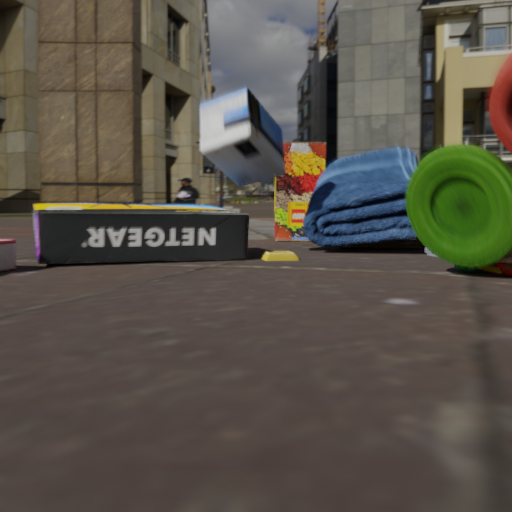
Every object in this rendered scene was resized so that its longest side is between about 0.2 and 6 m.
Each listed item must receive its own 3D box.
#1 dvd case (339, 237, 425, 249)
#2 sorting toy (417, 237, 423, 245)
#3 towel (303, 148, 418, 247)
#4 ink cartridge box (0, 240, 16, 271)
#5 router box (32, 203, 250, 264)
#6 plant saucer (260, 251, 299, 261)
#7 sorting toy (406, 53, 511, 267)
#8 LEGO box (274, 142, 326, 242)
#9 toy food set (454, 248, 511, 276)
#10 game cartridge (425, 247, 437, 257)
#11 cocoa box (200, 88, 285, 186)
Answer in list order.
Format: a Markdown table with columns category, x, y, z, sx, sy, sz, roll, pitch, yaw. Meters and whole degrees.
| category | x | y | z | sx | sy | sz | roll | pitch | yaw |
| --- | --- | --- | --- | --- | --- | --- | --- | --- | --- |
| dvd case | 2.740 | -0.271 | 11.511 | 2.217 | 0.177 | 1.648 | 0 | 5 | 3 |
| sorting toy | 2.999 | -0.591 | 8.781 | 1.256 | 1.264 | 3.647 | -22 | -12 | 19 |
| towel | 2.154 | -1.313 | 11.023 | 2.174 | 0.945 | 3.894 | -8 | 20 | 16 |
| ink cartridge box | -3.575 | 0.000 | 6.882 | 0.953 | 0.404 | 0.694 | 3 | 5 | 14 |
| router box | -1.886 | -0.413 | 8.828 | 3.010 | 0.769 | 2.245 | -2 | 9 | -23 |
| plant saucer | 0.354 | -0.001 | 8.584 | 0.526 | 0.128 | 0.526 | 0 | 5 | -11 |
| sorting toy | 2.859 | -0.984 | 5.837 | 1.102 | 1.612 | 2.684 | -23 | -25 | -37 |
| LEGO box | 1.192 | -1.620 | 14.621 | 1.215 | 2.345 | 3.148 | 1 | 5 | 6 |
| toy food set | 3.207 | -0.055 | 6.651 | 1.539 | 0.374 | 1.523 | -11 | 11 | -20 |
| game cartridge | 3.291 | -0.060 | 8.900 | 0.745 | 0.226 | 1.117 | 3 | 4 | -14 |
| cocoa box | -0.209 | -1.901 | 9.158 | 0.914 | 0.900 | 1.371 | -13 | -23 | 23 |
